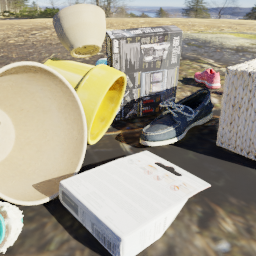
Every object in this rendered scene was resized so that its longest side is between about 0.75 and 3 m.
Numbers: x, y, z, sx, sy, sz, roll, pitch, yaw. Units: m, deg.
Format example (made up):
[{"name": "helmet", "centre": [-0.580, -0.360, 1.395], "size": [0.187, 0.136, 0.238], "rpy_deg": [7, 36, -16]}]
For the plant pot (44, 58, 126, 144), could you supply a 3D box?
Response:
[{"name": "plant pot", "centre": [-1.304, -0.858, 7.243], "size": [1.879, 1.997, 1.997], "rpy_deg": [26, 31, 8]}]

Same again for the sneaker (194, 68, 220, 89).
[{"name": "sneaker", "centre": [3.472, -2.271, 12.125], "size": [0.646, 0.760, 1.752], "rpy_deg": [-8, 26, -15]}]

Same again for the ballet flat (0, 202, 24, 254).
[{"name": "ballet flat", "centre": [-3.077, 1.529, 4.402], "size": [2.951, 1.059, 1.059], "rpy_deg": [3, 26, 0]}]

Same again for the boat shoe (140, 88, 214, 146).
[{"name": "boat shoe", "centre": [1.442, -0.359, 7.857], "size": [2.948, 0.911, 1.104], "rpy_deg": [-23, 30, -33]}]

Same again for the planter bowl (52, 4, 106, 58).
[{"name": "planter bowl", "centre": [-1.094, -2.226, 6.747], "size": [1.277, 0.859, 1.277], "rpy_deg": [-12, -6, -1]}]

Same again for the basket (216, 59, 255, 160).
[{"name": "basket", "centre": [3.571, -0.536, 6.874], "size": [2.246, 2.267, 1.823], "rpy_deg": [-22, 31, -38]}]

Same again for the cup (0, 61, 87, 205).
[{"name": "cup", "centre": [-2.363, 0.113, 5.615], "size": [1.845, 2.580, 2.580], "rpy_deg": [-2, 21, 33]}]

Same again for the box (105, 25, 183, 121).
[{"name": "box", "centre": [0.450, -1.597, 8.377], "size": [2.083, 2.641, 0.657], "rpy_deg": [-11, 36, -14]}]

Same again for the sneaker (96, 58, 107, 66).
[{"name": "sneaker", "centre": [-0.302, -2.952, 13.415], "size": [2.295, 0.913, 1.498], "rpy_deg": [12, 29, 4]}]

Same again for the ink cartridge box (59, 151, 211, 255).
[{"name": "ink cartridge box", "centre": [0.150, 1.243, 5.299], "size": [2.275, 0.538, 1.821], "rpy_deg": [-15, 29, -39]}]
